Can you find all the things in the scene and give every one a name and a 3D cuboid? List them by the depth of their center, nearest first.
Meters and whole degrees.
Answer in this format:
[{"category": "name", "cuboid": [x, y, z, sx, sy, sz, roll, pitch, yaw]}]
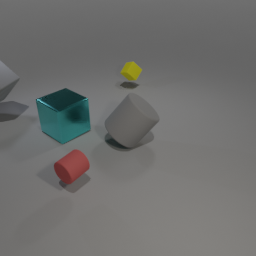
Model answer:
[{"category": "cylinder", "cuboid": [-1.528, 1.050, 7.640, 0.700, 0.700, 0.700, 20, 40, 32]}, {"category": "cylinder", "cuboid": [0.136, -0.267, 9.787, 1.400, 1.400, 1.400, 36, 21, -17]}, {"category": "cube", "cuboid": [-2.421, -0.497, 10.635, 1.400, 1.400, 1.400, 26, 41, 35]}, {"category": "cube", "cuboid": [-5.493, -1.785, 11.079, 1.400, 1.400, 1.400, 43, 28, -12]}, {"category": "cube", "cuboid": [0.167, -2.964, 14.653, 0.700, 0.700, 0.700, 13, 70, 57]}]
